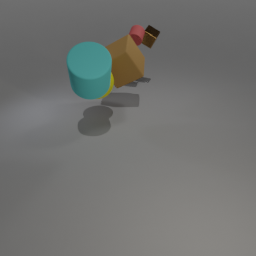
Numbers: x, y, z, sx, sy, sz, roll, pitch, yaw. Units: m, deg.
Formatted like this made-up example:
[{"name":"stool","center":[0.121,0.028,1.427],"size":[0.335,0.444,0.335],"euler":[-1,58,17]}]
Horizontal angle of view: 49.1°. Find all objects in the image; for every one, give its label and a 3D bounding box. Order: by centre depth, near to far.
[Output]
[{"name":"cylinder","center":[-1.263,-1.866,9.291],"size":[1.400,1.400,1.400],"euler":[2,68,-5]},{"name":"ball","center":[-1.262,-1.855,11.164],"size":[1.400,1.400,1.400],"euler":[0,30,0]},{"name":"cube","center":[-0.224,-2.853,12.085],"size":[1.400,1.400,1.400],"euler":[-20,42,26]},{"name":"cylinder","center":[0.388,-4.373,13.242],"size":[0.700,0.700,0.700],"euler":[8,57,14]},{"name":"cube","center":[1.093,-4.588,14.083],"size":[0.700,0.700,0.700],"euler":[31,51,-3]}]
